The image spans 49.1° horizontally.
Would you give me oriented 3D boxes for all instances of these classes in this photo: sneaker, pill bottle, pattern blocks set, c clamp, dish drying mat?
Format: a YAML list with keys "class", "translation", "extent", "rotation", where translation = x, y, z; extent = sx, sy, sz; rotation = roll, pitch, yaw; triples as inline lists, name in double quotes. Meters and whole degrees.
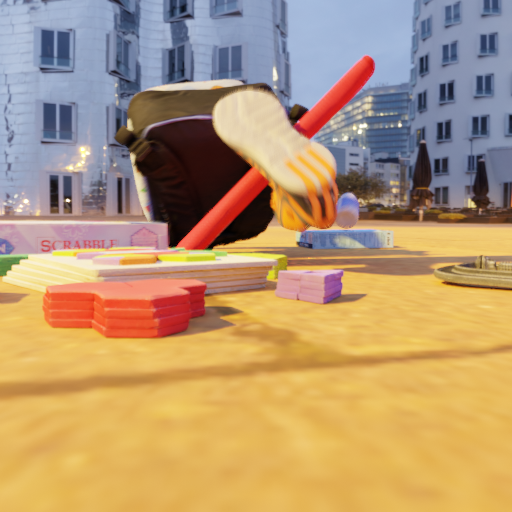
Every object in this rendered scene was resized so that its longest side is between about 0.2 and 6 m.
- class: "sneaker"
  translation: [0.210, -1.021, 6.627]
  extent: [0.824, 1.190, 2.125]
  rotation: [-28, 52, -9]
- class: "pill bottle"
  translation: [1.704, -0.865, 10.466]
  extent: [0.424, 0.424, 0.756]
  rotation: [1, 32, 12]
- class: "pattern blocks set"
  translation: [-1.176, 0.128, 5.484]
  extent: [4.228, 0.343, 3.716]
  rotation: [3, 4, 40]
- class: "c clamp"
  translation: [2.835, 0.203, 5.524]
  extent: [1.943, 0.263, 1.660]
  rotation: [4, 10, 32]
- class: "dish drying mat"
  translation: [0.205, -1.206, 7.533]
  extent: [3.511, 0.319, 1.348]
  rotation: [-44, 5, 11]

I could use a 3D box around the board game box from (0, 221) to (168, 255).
- class: "board game box"
  translation: [-3.384, -0.233, 8.673]
  extent: [3.055, 0.630, 3.063]
  rotation: [-2, 5, -33]

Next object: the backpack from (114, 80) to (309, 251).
- class: "backpack"
  translation: [-0.851, -1.460, 9.377]
  extent: [2.899, 2.761, 2.233]
  rotation: [-8, 40, -14]

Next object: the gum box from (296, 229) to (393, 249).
- class: "gum box"
  translation: [1.987, -0.402, 12.902]
  extent: [1.849, 0.412, 1.571]
  rotation: [-1, 4, -9]
